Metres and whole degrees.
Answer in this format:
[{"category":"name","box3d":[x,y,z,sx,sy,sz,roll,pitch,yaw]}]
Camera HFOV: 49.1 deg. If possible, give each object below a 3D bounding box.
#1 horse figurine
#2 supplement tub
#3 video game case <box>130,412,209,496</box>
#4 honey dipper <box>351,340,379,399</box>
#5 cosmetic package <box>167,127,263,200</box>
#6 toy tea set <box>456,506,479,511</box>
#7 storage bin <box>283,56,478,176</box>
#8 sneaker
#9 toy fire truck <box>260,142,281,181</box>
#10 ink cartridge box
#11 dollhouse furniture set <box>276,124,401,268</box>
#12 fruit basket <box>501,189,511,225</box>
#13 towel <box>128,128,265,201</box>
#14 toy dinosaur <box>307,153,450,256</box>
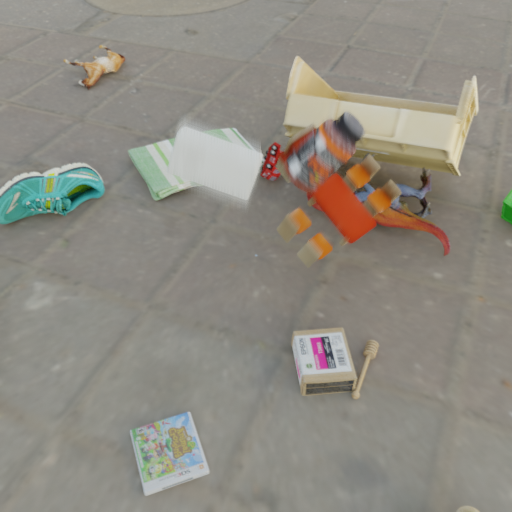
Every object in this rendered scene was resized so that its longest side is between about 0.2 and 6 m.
[{"category":"horse figurine","box3d":[-4.419,-5.420,15.838,1.306,0.492,1.971,32,49,25]},{"category":"supplement tub","box3d":[0.997,-1.523,8.154,0.644,1.204,0.644,30,36,-25]},{"category":"video game case","box3d":[-1.151,2.572,7.368,0.846,0.103,0.930,-14,44,-15]},{"category":"honey dipper","box3d":[1.607,1.693,8.295,0.195,0.195,1.027,15,48,16]},{"category":"cosmetic package","box3d":[-0.585,-1.323,7.989,1.228,0.624,0.455,20,28,-2]},{"category":"toy tea set","box3d":[1.871,3.358,6.079,1.081,0.673,1.818,29,50,28]},{"category":"storage bin","box3d":[2.475,-2.652,10.879,3.146,1.474,3.123,15,8,21]},{"category":"sneaker","box3d":[-4.061,-1.181,10.993,2.231,0.865,0.889,-28,58,-27]},{"category":"toy fire truck","box3d":[0.588,-2.033,12.160,0.819,0.283,1.161,27,58,-19]},{"category":"ink cartridge box","box3d":[0.991,1.548,8.301,0.792,0.361,0.962,-4,43,-6]},{"category":"dollhouse furniture set","box3d":[1.153,-1.063,8.984,1.879,0.968,1.859,-36,83,-18]},{"category":"fruit basket","box3d":[5.457,-0.936,10.774,1.189,0.857,1.189,-9,51,12]},{"category":"towel","box3d":[-1.313,-2.119,12.398,2.578,0.302,1.966,-19,45,-18]},{"category":"toy dinosaur","box3d":[2.162,-1.038,10.550,2.241,1.297,2.470,-13,48,-2]}]
